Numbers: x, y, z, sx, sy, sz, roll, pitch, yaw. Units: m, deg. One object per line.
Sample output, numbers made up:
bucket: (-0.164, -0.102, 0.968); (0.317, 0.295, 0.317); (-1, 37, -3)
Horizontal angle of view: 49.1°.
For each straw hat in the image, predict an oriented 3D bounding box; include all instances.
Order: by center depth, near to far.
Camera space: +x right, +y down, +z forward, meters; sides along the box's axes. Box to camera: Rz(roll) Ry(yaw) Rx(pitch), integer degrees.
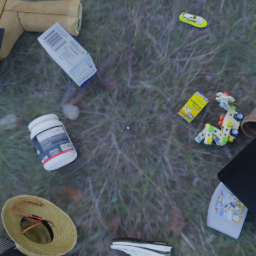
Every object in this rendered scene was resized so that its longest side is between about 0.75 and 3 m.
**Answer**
straw hat: (-2.559, 2.914, 7.641); (2.203, 2.203, 0.933); (34, 104, 6)

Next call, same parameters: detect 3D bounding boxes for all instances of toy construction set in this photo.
toy construction set: (2.890, -0.194, 8.659); (1.138, 0.799, 1.735); (21, 91, 4)

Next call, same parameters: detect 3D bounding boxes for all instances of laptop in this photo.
laptop: (4.128, 1.639, 8.023); (2.357, 2.660, 1.374); (-41, 40, -7)

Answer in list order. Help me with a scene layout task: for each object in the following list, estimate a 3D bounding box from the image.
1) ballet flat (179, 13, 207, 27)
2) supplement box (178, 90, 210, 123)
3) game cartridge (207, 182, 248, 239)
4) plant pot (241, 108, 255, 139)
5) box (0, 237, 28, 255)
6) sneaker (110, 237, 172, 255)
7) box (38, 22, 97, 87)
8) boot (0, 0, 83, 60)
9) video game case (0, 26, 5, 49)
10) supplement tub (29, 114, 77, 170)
ballet flat: (2.234, -3.692, 9.526); (0.985, 0.330, 0.329); (17, 79, 3)
supplement box: (2.073, -0.671, 8.855); (0.476, 0.479, 0.874); (40, 82, 7)
game cartridge: (3.015, 2.338, 8.372); (1.049, 0.327, 1.575); (24, 80, 0)
plant pot: (4.147, -0.243, 8.515); (1.100, 1.100, 0.959); (33, 70, 6)
box: (-3.925, 4.370, 7.311); (2.708, 1.590, 2.663); (19, 80, 2)
sneaker: (0.318, 3.700, 7.901); (1.767, 0.667, 1.017); (8, 77, -1)
box: (-1.787, -2.191, 8.607); (0.799, 1.522, 1.400); (-43, 82, -5)
boot: (-2.960, -3.276, 9.179); (2.666, 0.882, 2.335); (5, 79, 0)
video game case: (-4.629, -2.519, 8.713); (1.647, 0.232, 1.822); (31, 112, 20)
supplement tub: (-2.256, 0.427, 8.368); (1.019, 1.019, 1.452); (-27, 80, -5)
